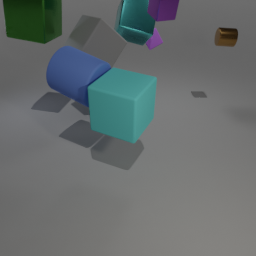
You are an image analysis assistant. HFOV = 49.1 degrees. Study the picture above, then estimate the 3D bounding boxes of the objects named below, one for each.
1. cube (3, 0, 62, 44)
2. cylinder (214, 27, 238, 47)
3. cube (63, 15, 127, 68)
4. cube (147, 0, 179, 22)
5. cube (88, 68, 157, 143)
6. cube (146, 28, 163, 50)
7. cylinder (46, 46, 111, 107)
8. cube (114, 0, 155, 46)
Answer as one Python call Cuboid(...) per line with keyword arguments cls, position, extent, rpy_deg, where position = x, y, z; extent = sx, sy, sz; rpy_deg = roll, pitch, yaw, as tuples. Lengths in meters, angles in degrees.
Cuboid(cls="cube", position=(-3.147, -3.790, 9.427), extent=(1.400, 1.400, 1.400), rpy_deg=(12, 32, 7))
Cuboid(cls="cylinder", position=(3.876, -3.591, 11.082), extent=(0.700, 0.700, 0.700), rpy_deg=(3, 31, -2))
Cuboid(cls="cube", position=(-1.194, -3.033, 10.167), extent=(1.400, 1.400, 1.400), rpy_deg=(31, 2, -44))
Cuboid(cls="cube", position=(1.110, -3.886, 8.893), extent=(0.700, 0.700, 0.700), rpy_deg=(-13, 49, -20))
Cuboid(cls="cube", position=(-0.134, -0.667, 7.791), extent=(1.400, 1.400, 1.400), rpy_deg=(17, 39, 20))
Cuboid(cls="cube", position=(1.122, -4.074, 12.818), extent=(0.700, 0.700, 0.700), rpy_deg=(-27, 18, 13))
Cuboid(cls="cylinder", position=(-1.420, -1.518, 8.279), extent=(1.400, 1.400, 1.400), rpy_deg=(27, 38, 17))
Cuboid(cls="cube", position=(0.277, -4.389, 11.436), extent=(1.400, 1.400, 1.400), rpy_deg=(11, -3, -13))
